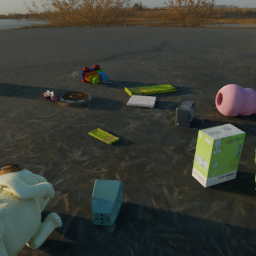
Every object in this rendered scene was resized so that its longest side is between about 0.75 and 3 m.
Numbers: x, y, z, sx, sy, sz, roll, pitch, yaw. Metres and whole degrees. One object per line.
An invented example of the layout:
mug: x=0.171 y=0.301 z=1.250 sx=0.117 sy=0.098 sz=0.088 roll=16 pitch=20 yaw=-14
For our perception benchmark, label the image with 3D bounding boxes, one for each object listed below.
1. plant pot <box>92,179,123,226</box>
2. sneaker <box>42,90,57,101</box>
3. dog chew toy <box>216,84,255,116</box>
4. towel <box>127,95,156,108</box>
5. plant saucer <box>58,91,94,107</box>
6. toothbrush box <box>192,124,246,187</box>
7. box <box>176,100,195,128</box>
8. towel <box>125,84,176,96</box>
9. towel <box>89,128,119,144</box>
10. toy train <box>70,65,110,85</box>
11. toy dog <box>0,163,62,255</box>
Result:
plant pot: x=-0.533 y=1.854 z=6.853 sx=0.682 sy=0.682 sz=0.966 roll=3 pitch=32 yaw=6
sneaker: x=-3.978 y=-1.579 z=14.292 sx=0.469 sy=0.506 sz=1.256 roll=-30 pitch=28 yaw=-21
dog chew toy: x=5.145 y=-1.182 z=12.472 sx=2.276 sy=1.418 sz=1.418 roll=4 pitch=25 yaw=-8
towel: x=0.720 y=-1.329 z=14.017 sx=1.287 sy=0.208 sz=1.230 roll=5 pitch=25 yaw=11
plant saucer: x=-2.655 y=-1.519 z=14.331 sx=1.852 sy=0.297 sz=1.852 roll=1 pitch=26 yaw=0
toothbrush box: x=2.568 y=0.776 z=8.013 sx=1.134 sy=1.557 sz=0.670 roll=-11 pitch=28 yaw=-22
box: x=2.420 y=-0.616 z=11.824 sx=0.572 sy=0.794 sz=1.069 roll=10 pitch=28 yaw=20
towel: x=1.261 y=-2.206 z=15.808 sx=2.758 sy=0.249 sz=1.187 roll=-8 pitch=27 yaw=-17
towel: x=-0.928 y=0.301 z=10.705 sx=0.532 sy=0.112 sz=1.236 roll=-22 pitch=33 yaw=-40
toy train: x=-2.285 y=-3.030 z=16.926 sx=2.241 sy=0.948 sz=1.297 roll=-23 pitch=47 yaw=-39
toy dog: x=-2.583 y=1.890 z=5.943 sx=2.454 sy=1.766 sz=2.531 roll=-16 pitch=20 yaw=16
